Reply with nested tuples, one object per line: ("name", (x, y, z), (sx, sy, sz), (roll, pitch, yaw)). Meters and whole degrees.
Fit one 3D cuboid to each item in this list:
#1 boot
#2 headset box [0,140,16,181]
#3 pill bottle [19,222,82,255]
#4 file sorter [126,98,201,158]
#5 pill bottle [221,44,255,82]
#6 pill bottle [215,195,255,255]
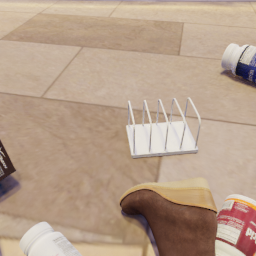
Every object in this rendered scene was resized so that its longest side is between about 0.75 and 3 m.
("boot", (0.609, 1.916, 5.110), (2.141, 0.775, 1.781), (-22, 49, 35))
("headset box", (-4.141, 1.021, 6.059), (1.915, 0.994, 2.573), (14, 39, 42))
("pill bottle", (-1.189, 2.173, 4.596), (1.209, 0.685, 0.685), (36, 51, 25))
("file sorter", (0.926, -0.077, 7.625), (1.820, 1.133, 1.263), (-4, 40, -6))
("pill bottle", (4.602, -2.363, 10.316), (2.066, 1.195, 1.195), (30, 48, 32))
("pill bottle", (1.949, 2.047, 5.171), (0.829, 0.829, 1.452), (23, 58, 25))
